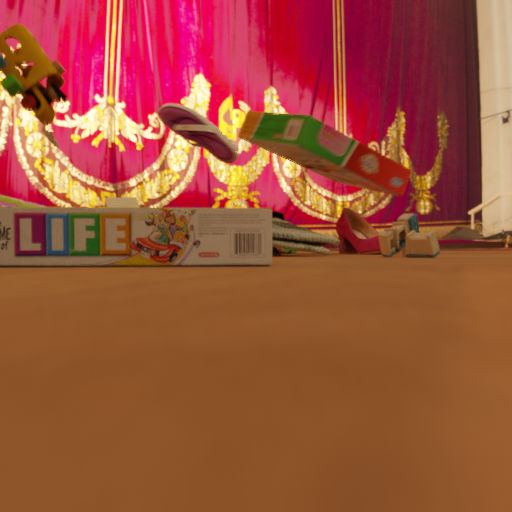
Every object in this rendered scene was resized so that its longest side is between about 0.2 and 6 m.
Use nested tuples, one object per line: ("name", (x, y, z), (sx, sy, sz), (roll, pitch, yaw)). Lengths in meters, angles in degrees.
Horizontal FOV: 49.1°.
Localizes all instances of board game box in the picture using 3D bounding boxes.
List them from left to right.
("board game box", (-1.346, -0.166, 5.328), (2.824, 0.483, 1.899), (0, 1, -5))
("board game box", (1.555, -2.343, 12.857), (3.241, 0.654, 2.480), (18, 4, -35))

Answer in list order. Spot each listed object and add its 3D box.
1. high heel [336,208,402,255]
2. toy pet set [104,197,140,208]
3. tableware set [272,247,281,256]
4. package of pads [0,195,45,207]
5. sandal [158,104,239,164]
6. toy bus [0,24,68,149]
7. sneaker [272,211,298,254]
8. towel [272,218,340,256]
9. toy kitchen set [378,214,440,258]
("high heel", (2.477, -0.577, 12.272), (0.772, 1.100, 2.293), (0, 1, -17))
("toy pet set", (-2.074, -0.184, 8.430), (1.570, 0.833, 1.465), (-4, 37, -22))
("tableware set", (-0.154, -0.244, 11.195), (1.735, 0.526, 2.625), (12, 5, -10))
("package of pads", (-5.574, -0.719, 10.269), (2.302, 1.016, 2.979), (4, -7, 37))
("sandal", (-1.572, -3.214, 14.870), (2.456, 0.604, 0.999), (30, -40, -2))
("toy bus", (-3.516, -2.852, 9.014), (1.571, 0.860, 1.665), (52, -3, 42))
("sneaker", (0.573, -0.577, 13.902), (0.957, 1.045, 2.495), (1, 2, 9))
("towel", (0.264, -0.425, 10.097), (1.945, 0.336, 1.873), (3, 13, -40))
("toy kitchen set", (2.584, -0.189, 8.874), (0.932, 0.685, 1.163), (1, 22, 39))
